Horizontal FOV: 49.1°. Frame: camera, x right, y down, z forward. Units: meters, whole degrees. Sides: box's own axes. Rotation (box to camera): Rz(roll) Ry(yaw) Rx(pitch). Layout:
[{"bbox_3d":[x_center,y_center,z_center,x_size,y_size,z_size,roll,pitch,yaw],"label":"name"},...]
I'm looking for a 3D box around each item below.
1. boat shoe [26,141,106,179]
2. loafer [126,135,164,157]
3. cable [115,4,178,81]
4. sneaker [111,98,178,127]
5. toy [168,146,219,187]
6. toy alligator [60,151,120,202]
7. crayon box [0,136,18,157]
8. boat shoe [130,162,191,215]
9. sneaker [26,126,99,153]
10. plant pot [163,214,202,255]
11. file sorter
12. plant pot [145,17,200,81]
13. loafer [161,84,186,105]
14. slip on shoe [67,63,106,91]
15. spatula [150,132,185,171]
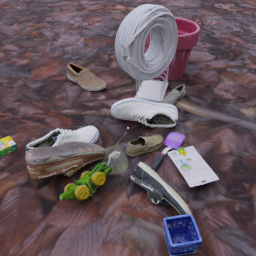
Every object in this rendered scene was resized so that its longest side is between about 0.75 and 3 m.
[{"bbox_3d":[-1.954,1.047,9.031,2.606,0.936,0.987,-5,20,-31],"label":"boat shoe"},{"bbox_3d":[0.636,0.562,9.938,1.520,0.513,0.578,-22,43,-25],"label":"loafer"},{"bbox_3d":[0.802,-3.333,11.163,1.009,2.915,2.915,28,79,36],"label":"cable"},{"bbox_3d":[0.662,-0.554,10.979,2.694,0.984,0.954,2,34,1],"label":"sneaker"},{"bbox_3d":[2.057,1.299,9.105,0.973,0.399,1.689,-13,40,-12],"label":"toy"},{"bbox_3d":[-0.989,1.580,8.568,2.505,0.602,0.830,-35,18,-36],"label":"toy alligator"},{"bbox_3d":[-4.529,0.723,9.912,1.003,0.292,0.596,-28,46,-31],"label":"crayon box"},{"bbox_3d":[0.934,1.914,8.240,2.138,0.768,0.723,40,90,31],"label":"boat shoe"},{"bbox_3d":[-2.174,0.480,9.672,2.729,0.966,0.997,-29,47,-32],"label":"sneaker"},{"bbox_3d":[1.317,2.731,7.020,0.796,0.716,0.796,-6,39,-7],"label":"plant pot"},{"bbox_3d":[1.150,-2.144,12.908,1.240,1.112,1.786,10,39,12],"label":"file sorter"},{"bbox_3d":[2.010,-3.875,13.976,2.783,2.491,2.783,-1,38,0],"label":"plant pot"},{"bbox_3d":[2.020,-1.461,12.464,0.571,0.570,1.634,26,45,29],"label":"loafer"},{"bbox_3d":[-2.080,-2.513,13.672,2.400,0.727,0.912,30,47,33],"label":"slip on shoe"},{"bbox_3d":[1.300,0.849,9.816,0.615,0.223,2.175,20,43,26],"label":"spatula"}]
